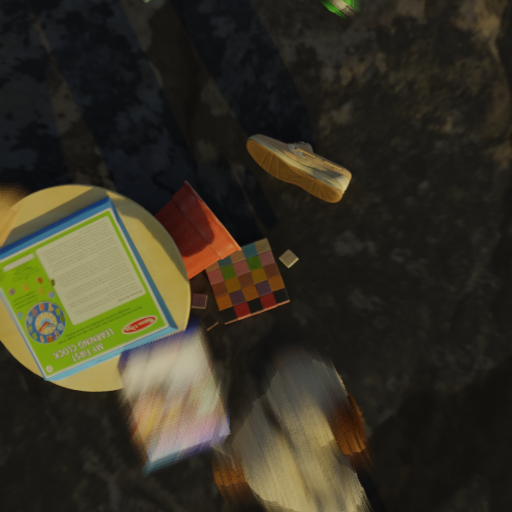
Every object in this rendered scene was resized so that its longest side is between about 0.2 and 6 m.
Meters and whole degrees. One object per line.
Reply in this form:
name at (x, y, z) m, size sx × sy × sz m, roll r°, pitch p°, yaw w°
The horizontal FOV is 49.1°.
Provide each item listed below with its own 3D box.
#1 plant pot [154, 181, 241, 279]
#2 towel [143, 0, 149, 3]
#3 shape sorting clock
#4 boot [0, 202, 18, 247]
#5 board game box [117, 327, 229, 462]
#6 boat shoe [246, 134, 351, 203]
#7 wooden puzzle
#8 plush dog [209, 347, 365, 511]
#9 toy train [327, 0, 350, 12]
plant pot at (-1.321, -0.242, 9.789) m, size 1.505 × 1.547 × 1.547 m, roll -39°, pitch 78°, yaw -1°
towel at (-2.169, -6.141, 11.946) m, size 1.036 × 0.153 × 1.413 m, roll 44°, pitch 80°, yaw 11°
shape sorting clock at (-2.832, 0.589, 9.276) m, size 3.549 × 0.696 × 3.549 m, roll 1°, pitch 100°, yaw 8°
boot at (-3.382, 0.282, 6.500) m, size 0.663 × 1.756 × 2.005 m, roll 28°, pitch 83°, yaw -7°
board game box at (-1.012, 1.679, 6.919) m, size 1.011 × 0.614 × 1.268 m, roll -17°, pitch 98°, yaw -7°
boat shoe at (0.789, -1.765, 10.551) m, size 2.051 × 0.731 × 0.662 m, roll 30°, pitch 70°, yaw 0°
wooden puzzle at (-0.205, 0.463, 10.208) m, size 2.113 × 0.148 × 1.253 m, roll -19°, pitch 76°, yaw -5°
plush dog at (0.455, 2.137, 7.146) m, size 2.113 × 1.695 × 1.815 m, roll 43°, pitch 112°, yaw 49°
toy train at (0.847, -4.202, 7.860) m, size 0.530 × 0.392 × 1.879 m, roll -31°, pitch 71°, yaw 3°
